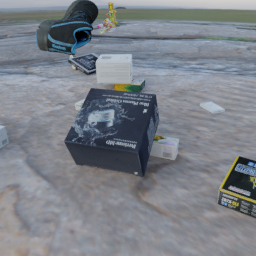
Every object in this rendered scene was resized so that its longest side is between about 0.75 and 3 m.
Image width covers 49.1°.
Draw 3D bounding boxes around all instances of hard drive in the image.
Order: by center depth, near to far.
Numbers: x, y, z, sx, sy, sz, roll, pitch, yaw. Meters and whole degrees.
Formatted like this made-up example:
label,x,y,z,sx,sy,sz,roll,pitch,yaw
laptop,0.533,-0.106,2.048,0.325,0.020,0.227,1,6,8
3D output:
label,x,y,z,sx,sy,sz,roll,pitch,yaw
hard drive,3.824,-0.933,12.734,0.649,0.131,0.983,-11,29,-20

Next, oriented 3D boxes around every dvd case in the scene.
label,x,y,z,sx,sy,sz,roll,pitch,yaw
dvd case,-2.457,-4.244,18.419,1.813,0.298,2.412,36,38,19

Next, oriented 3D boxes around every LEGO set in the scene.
label,x,y,z,sx,sy,sz,roll,pitch,yaw
LEGO set,-0.980,-4.873,12.814,0.643,1.729,0.795,-38,87,-29

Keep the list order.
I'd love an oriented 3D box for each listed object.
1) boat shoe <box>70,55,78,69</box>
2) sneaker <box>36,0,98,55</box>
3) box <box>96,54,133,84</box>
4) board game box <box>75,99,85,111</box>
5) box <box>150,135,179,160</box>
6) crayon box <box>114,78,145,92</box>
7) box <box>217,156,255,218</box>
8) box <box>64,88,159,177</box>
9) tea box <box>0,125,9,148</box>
label,x,y,z,sx,sy,sz,roll,pitch,yaw
boat shoe,-3.557,-4.499,19.127,0.586,0.708,1.971,0,28,-21
sneaker,-1.385,-2.770,7.880,1.098,0.981,2.680,20,48,11
box,-0.686,-3.183,15.013,1.824,1.192,1.815,0,26,3
board game box,-1.216,-1.235,12.927,1.337,0.367,2.118,10,28,34
box,0.295,0.474,9.494,2.813,0.583,0.544,9,28,19
crayon box,-0.024,-2.358,15.175,1.711,0.441,1.076,8,28,15
box,3.711,1.659,7.206,2.290,0.565,1.829,17,30,30
box,-0.375,0.058,8.626,2.232,1.333,2.270,7,53,16
tea box,-4.886,0.371,9.540,1.037,0.705,1.054,12,29,22
